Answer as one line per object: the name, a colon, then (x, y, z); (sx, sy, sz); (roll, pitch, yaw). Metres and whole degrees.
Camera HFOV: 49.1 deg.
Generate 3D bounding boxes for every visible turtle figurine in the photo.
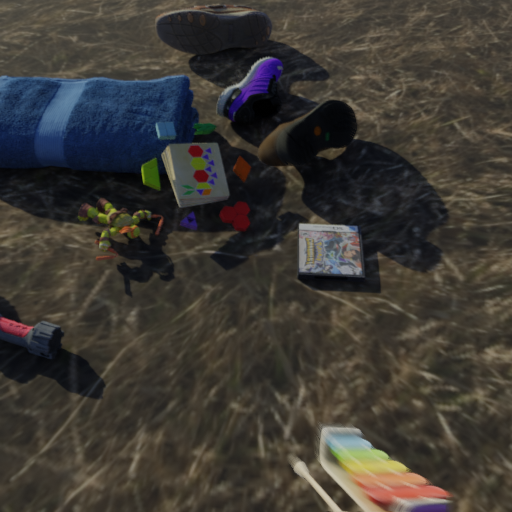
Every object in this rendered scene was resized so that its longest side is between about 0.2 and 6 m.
turtle figurine: (-2.705, -0.616, 10.584); (1.363, 0.544, 1.690); (27, 47, 24)

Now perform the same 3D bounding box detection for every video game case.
video game case: (1.368, -0.081, 10.371); (1.202, 0.170, 1.330); (3, 46, 2)

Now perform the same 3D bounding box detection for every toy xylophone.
toy xylophone: (1.319, 2.694, 6.750); (1.330, 0.456, 1.817); (10, 8, -35)

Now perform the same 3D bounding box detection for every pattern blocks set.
pattern blocks set: (-1.161, -1.614, 11.108); (2.179, 0.201, 2.479); (2, 64, -15)

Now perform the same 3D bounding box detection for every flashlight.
flashlight: (-3.906, 1.106, 8.964); (1.680, 0.569, 0.571); (12, 49, 13)

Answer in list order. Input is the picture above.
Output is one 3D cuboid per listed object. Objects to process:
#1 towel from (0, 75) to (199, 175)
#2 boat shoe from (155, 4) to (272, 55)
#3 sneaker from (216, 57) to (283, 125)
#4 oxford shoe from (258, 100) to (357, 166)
towel: (-3.877, -2.997, 12.463); (4.912, 1.192, 2.742); (4, 47, 3)
boat shoe: (-1.247, -6.527, 15.952); (3.295, 1.248, 1.183); (-4, 42, -17)
sneaker: (0.183, -3.913, 13.680); (1.217, 0.850, 2.446); (28, 57, 18)
oxford shoe: (1.129, -2.691, 12.215); (1.239, 1.067, 2.935); (-2, 19, 47)
